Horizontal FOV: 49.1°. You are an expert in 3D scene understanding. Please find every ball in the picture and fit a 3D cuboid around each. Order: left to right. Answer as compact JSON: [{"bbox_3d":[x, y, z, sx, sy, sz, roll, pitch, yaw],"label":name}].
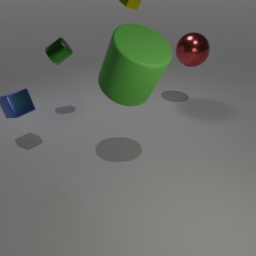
[{"bbox_3d":[2.704,-3.271,11.740,1.400,1.400,1.400,0,29,0],"label":"ball"}]

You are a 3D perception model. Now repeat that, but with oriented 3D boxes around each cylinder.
[{"bbox_3d":[-2.446,-2.718,9.934,0.700,0.700,0.700,-32,27,12],"label":"cylinder"},{"bbox_3d":[0.123,-1.472,6.669,1.400,1.400,1.400,11,53,-15],"label":"cylinder"}]

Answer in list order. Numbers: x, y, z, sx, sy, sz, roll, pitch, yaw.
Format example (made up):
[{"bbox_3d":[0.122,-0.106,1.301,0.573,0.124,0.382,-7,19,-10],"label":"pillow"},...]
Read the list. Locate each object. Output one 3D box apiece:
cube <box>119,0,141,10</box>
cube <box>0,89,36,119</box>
[{"bbox_3d":[0.140,-6.047,13.080,0.700,0.700,0.700,-5,45,-41],"label":"cube"},{"bbox_3d":[-3.404,-0.740,8.557,0.700,0.700,0.700,1,26,44],"label":"cube"}]
